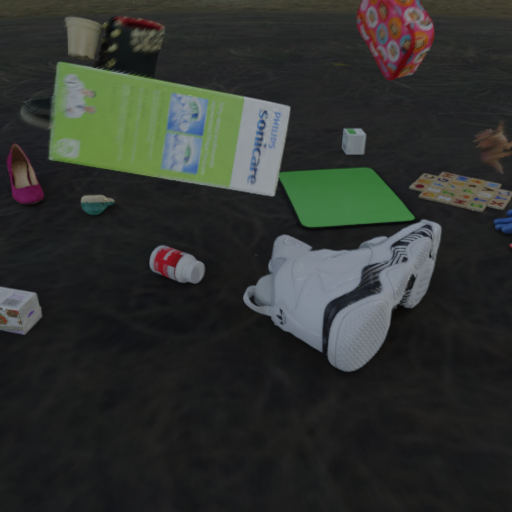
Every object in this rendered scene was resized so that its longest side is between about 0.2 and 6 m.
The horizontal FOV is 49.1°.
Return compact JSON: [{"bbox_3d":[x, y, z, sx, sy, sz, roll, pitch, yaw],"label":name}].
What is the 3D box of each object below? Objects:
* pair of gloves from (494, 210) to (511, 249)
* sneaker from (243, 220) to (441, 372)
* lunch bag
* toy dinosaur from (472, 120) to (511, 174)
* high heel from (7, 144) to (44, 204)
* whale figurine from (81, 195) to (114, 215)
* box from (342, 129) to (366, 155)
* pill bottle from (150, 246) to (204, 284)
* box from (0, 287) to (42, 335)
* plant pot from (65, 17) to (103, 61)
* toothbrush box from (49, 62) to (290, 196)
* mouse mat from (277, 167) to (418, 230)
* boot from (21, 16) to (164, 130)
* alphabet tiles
[{"bbox_3d":[5.611,-0.610,10.868,1.614,0.229,2.008,-22,22,15],"label":"pair of gloves"},{"bbox_3d":[1.470,0.201,8.884,2.073,1.355,3.607,22,40,29],"label":"sneaker"},{"bbox_3d":[2.566,-4.266,10.624,0.695,1.495,1.697,-19,74,-14],"label":"lunch bag"},{"bbox_3d":[3.864,-1.763,9.200,0.681,1.004,0.431,-25,43,-12],"label":"toy dinosaur"},{"bbox_3d":[-5.419,-1.876,12.949,0.666,0.950,1.976,-18,34,-28],"label":"high heel"},{"bbox_3d":[-3.454,-1.109,12.264,0.654,0.427,0.822,0,5,19],"label":"whale figurine"},{"bbox_3d":[2.716,-3.178,15.586,0.510,0.595,0.592,-1,29,-5],"label":"box"},{"bbox_3d":[-1.376,0.171,9.820,0.908,0.510,0.510,18,34,29],"label":"pill bottle"},{"bbox_3d":[-4.637,0.725,8.868,2.507,0.485,0.519,7,30,13],"label":"box"},{"bbox_3d":[-3.079,-3.822,9.943,0.656,0.601,0.656,9,8,-1],"label":"plant pot"},{"bbox_3d":[-1.145,-1.758,7.749,2.828,1.217,2.059,7,14,-9],"label":"toothbrush box"},{"bbox_3d":[1.971,-1.414,13.012,2.616,0.122,3.252,-4,31,-7],"label":"mouse mat"},{"bbox_3d":[-2.916,-3.332,10.214,2.624,1.982,0.947,-13,47,-37],"label":"boot"},{"bbox_3d":[4.850,-1.551,13.269,2.175,0.069,1.810,18,35,29],"label":"alphabet tiles"}]
